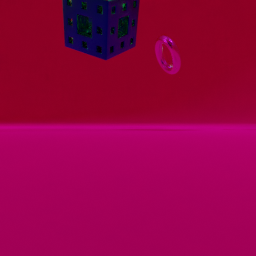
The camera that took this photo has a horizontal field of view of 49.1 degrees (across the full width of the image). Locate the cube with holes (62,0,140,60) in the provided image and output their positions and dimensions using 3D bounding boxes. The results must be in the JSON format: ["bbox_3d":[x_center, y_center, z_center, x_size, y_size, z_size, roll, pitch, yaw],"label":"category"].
[{"bbox_3d":[-0.596,-2.426,6.327,1.207,1.207,1.207,24,40,24],"label":"cube with holes"}]

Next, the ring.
[{"bbox_3d":[1.149,-2.131,8.185,0.234,1.171,1.171,-26,8,-15],"label":"ring"}]
